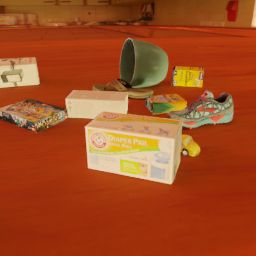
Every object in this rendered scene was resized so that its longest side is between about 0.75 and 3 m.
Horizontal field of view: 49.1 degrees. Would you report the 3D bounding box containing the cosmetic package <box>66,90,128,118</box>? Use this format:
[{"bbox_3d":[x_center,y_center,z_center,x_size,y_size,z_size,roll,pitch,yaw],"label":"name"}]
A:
[{"bbox_3d":[-1.054,-0.833,9.867,2.024,0.721,1.027,2,25,5],"label":"cosmetic package"}]

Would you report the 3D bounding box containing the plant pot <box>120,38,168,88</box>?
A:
[{"bbox_3d":[0.774,-2.880,12.834,1.761,2.194,2.194,0,23,-19],"label":"plant pot"}]

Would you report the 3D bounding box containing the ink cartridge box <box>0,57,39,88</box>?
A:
[{"bbox_3d":[-5.668,-2.716,13.572,2.513,1.056,1.834,-8,26,-16],"label":"ink cartridge box"}]

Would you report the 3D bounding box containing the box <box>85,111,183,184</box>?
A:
[{"bbox_3d":[0.148,0.394,6.658,2.084,1.172,1.056,7,25,18],"label":"box"}]

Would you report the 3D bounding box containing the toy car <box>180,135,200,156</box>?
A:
[{"bbox_3d":[1.040,0.156,8.055,1.957,0.436,1.842,4,25,8],"label":"toy car"}]

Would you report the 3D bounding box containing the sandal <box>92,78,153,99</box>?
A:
[{"bbox_3d":[-0.212,-1.722,11.800,2.570,0.733,1.020,4,25,8],"label":"sandal"}]

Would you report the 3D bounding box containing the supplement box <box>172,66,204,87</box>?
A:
[{"bbox_3d":[2.833,-2.446,13.332,1.423,0.774,0.779,5,25,10],"label":"supplement box"}]

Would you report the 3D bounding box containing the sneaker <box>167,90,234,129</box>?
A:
[{"bbox_3d":[2.347,-0.705,9.111,2.347,1.121,0.931,-8,26,-17],"label":"sneaker"}]

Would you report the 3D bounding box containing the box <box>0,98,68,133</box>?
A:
[{"bbox_3d":[-3.228,-0.472,9.495,2.001,0.377,1.367,16,29,32],"label":"box"}]

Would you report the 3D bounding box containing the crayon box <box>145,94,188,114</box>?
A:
[{"bbox_3d":[1.516,-0.933,10.490,1.533,0.395,0.964,-6,25,-13],"label":"crayon box"}]
